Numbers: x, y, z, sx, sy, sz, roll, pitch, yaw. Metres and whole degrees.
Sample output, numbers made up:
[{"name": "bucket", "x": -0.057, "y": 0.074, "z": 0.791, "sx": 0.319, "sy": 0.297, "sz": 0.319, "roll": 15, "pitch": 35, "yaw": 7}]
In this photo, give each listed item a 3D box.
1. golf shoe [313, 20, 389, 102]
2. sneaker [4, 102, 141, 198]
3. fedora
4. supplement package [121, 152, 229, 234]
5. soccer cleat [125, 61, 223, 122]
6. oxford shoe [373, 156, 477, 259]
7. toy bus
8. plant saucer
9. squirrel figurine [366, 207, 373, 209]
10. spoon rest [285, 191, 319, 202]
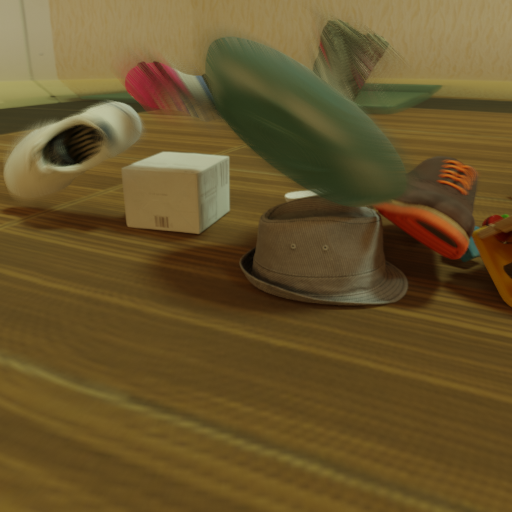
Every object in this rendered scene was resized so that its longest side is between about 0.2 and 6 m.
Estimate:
[{"name": "golf shoe", "x": 1.090, "y": -2.418, "z": 7.096, "sx": 0.819, "sy": 0.934, "sz": 2.121, "roll": 25, "pitch": 31, "yaw": 8}, {"name": "sneaker", "x": -3.320, "y": -1.724, "z": 9.264, "sx": 2.992, "sy": 1.093, "sz": 1.059, "roll": -22, "pitch": 10, "yaw": 28}, {"name": "fedora", "x": 0.900, "y": -0.176, "z": 7.402, "sx": 2.243, "sy": 1.013, "sz": 1.984, "roll": 7, "pitch": 22, "yaw": 18}, {"name": "supplement package", "x": -1.342, "y": -1.135, "z": 9.771, "sx": 1.377, "sy": 1.059, "sz": 1.440, "roll": 7, "pitch": 22, "yaw": 18}, {"name": "soccer cleat", "x": -1.020, "y": -2.295, "z": 8.197, "sx": 1.975, "sy": 0.690, "sz": 0.853, "roll": 17, "pitch": -12, "yaw": 25}, {"name": "oxford shoe", "x": 2.422, "y": -0.847, "z": 7.683, "sx": 1.216, "sy": 1.239, "sz": 3.416, "roll": 35, "pitch": 13, "yaw": -1}, {"name": "toy bus", "x": 4.072, "y": -0.233, "z": 6.985, "sx": 2.706, "sy": 1.398, "sz": 2.553, "roll": -24, "pitch": -9, "yaw": 13}, {"name": "plant saucer", "x": 0.453, "y": -1.367, "z": 6.455, "sx": 2.751, "sy": 0.377, "sz": 2.751, "roll": 36, "pitch": -5, "yaw": 4}, {"name": "squirrel figurine", "x": 1.459, "y": -1.074, "z": 8.812, "sx": 0.998, "sy": 0.706, "sz": 0.931, "roll": 25, "pitch": 36, "yaw": -17}, {"name": "spoon rest", "x": 1.170, "y": -0.931, "z": 9.940, "sx": 0.945, "sy": 0.577, "sz": 1.903, "roll": -7, "pitch": 23, "yaw": -19}]
